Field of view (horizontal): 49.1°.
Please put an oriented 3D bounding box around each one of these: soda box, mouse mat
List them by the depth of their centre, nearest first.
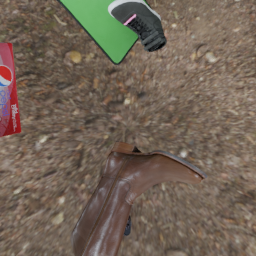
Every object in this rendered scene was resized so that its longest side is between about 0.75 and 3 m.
[{"bbox_3d":[-3.121,-0.909,6.648,0.760,2.171,0.688,12,19,37],"label":"soda box"},{"bbox_3d":[-0.581,-3.434,7.527,2.842,0.107,2.287,45,68,-30],"label":"mouse mat"}]

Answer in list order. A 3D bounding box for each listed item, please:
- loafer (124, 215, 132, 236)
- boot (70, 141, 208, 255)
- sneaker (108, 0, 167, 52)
[{"bbox_3d":[-0.096,1.491,4.711,0.286,0.250,0.795,-24,106,-32],"label":"loafer"},{"bbox_3d":[0.059,1.235,4.078,1.779,0.613,1.908,9,66,44],"label":"boot"},{"bbox_3d":[0.375,-2.588,7.236,0.743,2.102,1.043,-26,76,34],"label":"sneaker"}]
